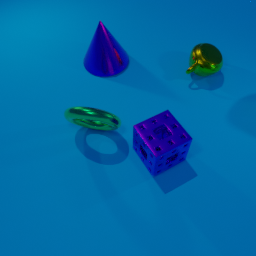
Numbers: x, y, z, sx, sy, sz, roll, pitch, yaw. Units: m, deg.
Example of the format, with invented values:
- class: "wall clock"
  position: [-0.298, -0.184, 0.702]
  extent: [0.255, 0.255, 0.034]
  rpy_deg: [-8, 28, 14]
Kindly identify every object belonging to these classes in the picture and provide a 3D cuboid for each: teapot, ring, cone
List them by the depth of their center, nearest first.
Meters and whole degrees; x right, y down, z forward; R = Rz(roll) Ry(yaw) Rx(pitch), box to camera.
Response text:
- class: "ring"
  position: [-0.973, -0.243, 7.781]
  extent: [1.607, 1.607, 0.321]
  rpy_deg: [8, 79, 6]
- class: "cone"
  position: [-0.841, -2.935, 9.538]
  extent: [1.667, 1.674, 1.667]
  rpy_deg: [-2, 56, 2]
- class: "teapot"
  position: [2.637, -2.293, 9.600]
  extent: [1.901, 0.931, 1.182]
  rpy_deg: [-33, 81, -30]

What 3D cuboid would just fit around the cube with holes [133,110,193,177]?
- class: "cube with holes"
  position: [0.875, 0.417, 7.554]
  extent: [1.096, 1.096, 1.096]
  rpy_deg: [-25, 58, -17]
